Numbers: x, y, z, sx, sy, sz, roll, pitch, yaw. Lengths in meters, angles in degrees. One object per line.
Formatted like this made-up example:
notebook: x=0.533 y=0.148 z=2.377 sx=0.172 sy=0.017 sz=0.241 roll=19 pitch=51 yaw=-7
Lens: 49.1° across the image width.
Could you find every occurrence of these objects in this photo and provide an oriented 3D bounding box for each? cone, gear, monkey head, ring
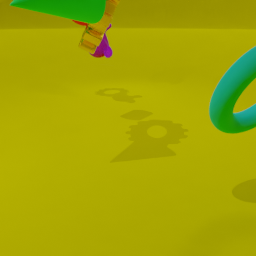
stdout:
cone: x=-1.374 y=-2.326 z=4.862 sx=1.423 sy=1.417 sz=1.417 roll=-32 pitch=35 yaw=-27
gear: x=-0.568 y=-2.692 z=6.372 sx=0.367 sy=1.987 sz=1.987 roll=23 pitch=16 yaw=-17
monkey head: x=-1.020 y=-3.282 z=10.545 sx=1.252 sy=1.049 sz=1.741 roll=-38 pitch=39 yaw=-5
ring: x=2.038 y=-0.596 z=4.341 sx=1.757 sy=1.757 sz=0.351 roll=-11 pitch=48 yaw=-25

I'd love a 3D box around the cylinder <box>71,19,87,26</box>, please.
cylinder: x=-1.202 y=-3.406 z=7.709 sx=0.819 sy=0.819 sz=0.819 roll=18 pitch=-19 yaw=7
